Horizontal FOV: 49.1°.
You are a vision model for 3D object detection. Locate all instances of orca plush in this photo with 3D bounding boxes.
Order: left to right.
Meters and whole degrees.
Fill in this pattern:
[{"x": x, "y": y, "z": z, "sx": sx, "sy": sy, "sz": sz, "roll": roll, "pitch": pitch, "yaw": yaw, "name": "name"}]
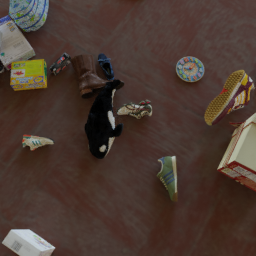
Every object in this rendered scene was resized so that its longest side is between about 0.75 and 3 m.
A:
[{"x": -0.946, "y": -0.398, "z": 10.138, "sx": 1.566, "sy": 1.058, "sz": 2.977, "roll": 23, "pitch": 90, "yaw": 23, "name": "orca plush"}]

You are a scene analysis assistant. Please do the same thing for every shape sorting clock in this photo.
[{"x": 2.613, "y": -2.478, "z": 11.757, "sx": 1.185, "sy": 0.232, "sz": 1.185, "roll": 0, "pitch": 69, "yaw": 0, "name": "shape sorting clock"}]

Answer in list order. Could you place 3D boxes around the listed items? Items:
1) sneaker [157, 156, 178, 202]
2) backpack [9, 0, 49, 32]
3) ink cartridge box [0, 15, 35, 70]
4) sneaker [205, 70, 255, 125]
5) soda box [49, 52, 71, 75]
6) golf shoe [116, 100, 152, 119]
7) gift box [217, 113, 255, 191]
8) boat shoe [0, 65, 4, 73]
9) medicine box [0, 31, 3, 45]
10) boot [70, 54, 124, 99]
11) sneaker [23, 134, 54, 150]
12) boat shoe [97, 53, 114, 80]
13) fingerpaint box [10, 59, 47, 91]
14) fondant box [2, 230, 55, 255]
[{"x": 1.394, "y": 1.804, "z": 10.028, "sx": 0.726, "sy": 0.542, "sz": 1.617, "roll": -2, "pitch": 70, "yaw": 9, "name": "sneaker"}, {"x": -4.320, "y": -5.266, "z": 12.199, "sx": 1.758, "sy": 1.656, "sz": 2.155, "roll": -6, "pitch": 84, "yaw": 14, "name": "backpack"}, {"x": -5.186, "y": -3.724, "z": 12.105, "sx": 1.373, "sy": 0.483, "sz": 2.300, "roll": -34, "pitch": 75, "yaw": -12, "name": "ink cartridge box"}, {"x": 4.008, "y": -0.958, "z": 10.755, "sx": 1.146, "sy": 0.953, "sz": 2.543, "roll": 40, "pitch": 82, "yaw": -20, "name": "sneaker"}, {"x": -2.832, "y": -2.695, "z": 11.773, "sx": 0.315, "sy": 0.352, "sz": 0.995, "roll": 36, "pitch": 74, "yaw": 15, "name": "soda box"}, {"x": 0.248, "y": -0.667, "z": 10.927, "sx": 1.427, "sy": 0.551, "sz": 0.629, "roll": -13, "pitch": 77, "yaw": -4, "name": "golf shoe"}, {"x": 4.427, "y": 0.731, "z": 9.540, "sx": 2.316, "sy": 2.137, "sz": 2.162, "roll": 31, "pitch": 74, "yaw": 4, "name": "gift box"}, {"x": -5.776, "y": -2.754, "z": 11.694, "sx": 1.194, "sy": 0.542, "sz": 0.422, "roll": 23, "pitch": 71, "yaw": 8, "name": "boat shoe"}, {"x": -6.649, "y": -2.920, "z": 10.989, "sx": 2.706, "sy": 1.393, "sz": 2.464, "roll": -5, "pitch": 68, "yaw": 14, "name": "medicine box"}, {"x": -1.289, "y": -2.341, "z": 11.543, "sx": 1.888, "sy": 0.651, "sz": 2.025, "roll": -14, "pitch": 66, "yaw": -7, "name": "boot"}, {"x": -3.390, "y": 0.591, "z": 10.556, "sx": 1.223, "sy": 0.431, "sz": 0.572, "roll": 10, "pitch": 85, "yaw": 3, "name": "sneaker"}, {"x": -0.871, "y": -2.645, "z": 11.702, "sx": 0.550, "sy": 0.449, "sz": 1.308, "roll": -27, "pitch": 72, "yaw": -10, "name": "boat shoe"}, {"x": -4.055, "y": -2.178, "z": 11.503, "sx": 1.339, "sy": 0.491, "sz": 1.117, "roll": -6, "pitch": 69, "yaw": -2, "name": "fingerpaint box"}, {"x": -3.032, "y": 3.659, "z": 8.722, "sx": 1.134, "sy": 1.572, "sz": 0.458, "roll": 29, "pitch": 74, "yaw": 10, "name": "fondant box"}]
